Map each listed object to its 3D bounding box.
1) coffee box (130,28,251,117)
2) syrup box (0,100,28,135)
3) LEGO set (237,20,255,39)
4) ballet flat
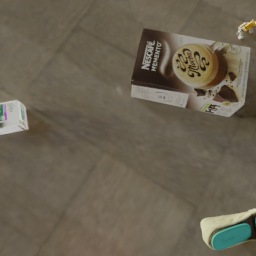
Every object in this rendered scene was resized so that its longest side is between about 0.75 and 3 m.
[{"bbox_3d":[1.538,-1.410,7.249,2.738,1.093,1.548,11,75,3],"label":"coffee box"},{"bbox_3d":[-3.461,-0.178,7.140,1.623,0.661,0.639,-11,76,-2],"label":"syrup box"},{"bbox_3d":[3.602,-2.904,8.122,1.012,0.377,0.466,-14,110,-9],"label":"LEGO set"},{"bbox_3d":[2.703,2.160,6.342,2.246,0.780,0.780,-6,75,-9],"label":"ballet flat"}]
